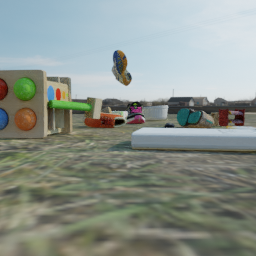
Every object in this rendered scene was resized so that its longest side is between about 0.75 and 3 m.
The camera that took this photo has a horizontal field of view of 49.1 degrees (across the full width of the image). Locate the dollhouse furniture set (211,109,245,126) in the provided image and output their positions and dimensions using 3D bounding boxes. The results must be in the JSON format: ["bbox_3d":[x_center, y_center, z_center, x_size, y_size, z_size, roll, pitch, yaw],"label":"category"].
[{"bbox_3d":[4.637,-0.543,13.896,1.082,0.818,2.011,-2,4,-24],"label":"dollhouse furniture set"}]

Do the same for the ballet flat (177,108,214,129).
[{"bbox_3d":[2.810,-0.305,11.753,0.863,0.873,2.565,20,5,-11],"label":"ballet flat"}]

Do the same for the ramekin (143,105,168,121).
[{"bbox_3d":[1.868,-1.055,19.877,2.020,0.941,2.020,-6,3,0],"label":"ramekin"}]

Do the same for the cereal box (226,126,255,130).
[{"bbox_3d":[3.490,0.114,7.819,1.428,0.282,1.027,1,4,18],"label":"cereal box"}]

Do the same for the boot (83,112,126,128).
[{"bbox_3d":[-0.980,-0.315,11.991,1.827,0.685,0.980,-4,13,-19],"label":"boot"}]

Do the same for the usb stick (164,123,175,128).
[{"bbox_3d":[1.633,-0.061,10.970,0.401,0.236,1.446,0,3,9],"label":"usb stick"}]

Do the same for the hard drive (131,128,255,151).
[{"bbox_3d":[1.459,0.213,5.914,2.531,0.338,1.669,1,4,11],"label":"hard drive"}]

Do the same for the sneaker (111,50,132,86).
[{"bbox_3d":[-0.379,-2.190,10.219,0.700,0.598,1.589,28,-26,30],"label":"sneaker"}]

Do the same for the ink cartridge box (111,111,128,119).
[{"bbox_3d":[-0.638,-0.855,19.912,1.158,0.666,1.978,1,4,20],"label":"ink cartridge box"}]

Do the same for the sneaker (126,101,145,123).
[{"bbox_3d":[0.413,-0.927,16.318,1.071,1.270,2.904,0,4,-1],"label":"sneaker"}]

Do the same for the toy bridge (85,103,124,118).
[{"bbox_3d":[-1.223,-0.622,12.989,0.957,0.387,2.846,-24,-22,20],"label":"toy bridge"}]

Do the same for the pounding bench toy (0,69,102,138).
[{"bbox_3d":[-2.429,-0.691,8.283,2.957,1.837,2.306,1,4,9],"label":"pounding bench toy"}]
